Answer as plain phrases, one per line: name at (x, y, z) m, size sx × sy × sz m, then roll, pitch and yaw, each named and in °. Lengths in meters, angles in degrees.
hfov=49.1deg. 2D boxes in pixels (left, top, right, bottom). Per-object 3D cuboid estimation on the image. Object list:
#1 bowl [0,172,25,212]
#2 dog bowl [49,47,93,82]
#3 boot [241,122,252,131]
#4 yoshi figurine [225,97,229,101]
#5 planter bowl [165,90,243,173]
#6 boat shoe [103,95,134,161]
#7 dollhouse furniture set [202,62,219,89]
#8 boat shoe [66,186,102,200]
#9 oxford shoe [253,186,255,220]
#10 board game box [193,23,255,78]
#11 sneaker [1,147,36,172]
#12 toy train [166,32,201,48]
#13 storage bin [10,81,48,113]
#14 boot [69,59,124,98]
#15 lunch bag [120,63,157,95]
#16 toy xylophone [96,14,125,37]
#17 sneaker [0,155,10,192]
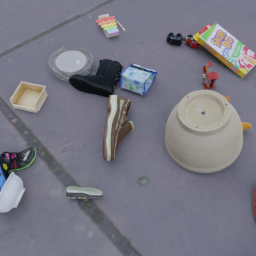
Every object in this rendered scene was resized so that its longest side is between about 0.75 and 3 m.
bowl at (-3.663, 2.107, 8.836) m, size 0.597 × 1.329 × 1.329 m, roll 25°, pitch 56°, yaw -13°
dog bowl at (-2.516, -2.849, 12.524) m, size 1.911 × 0.560 × 1.911 m, roll 0°, pitch 56°, yaw 0°
boot at (3.901, 0.386, 10.388) m, size 1.556 × 0.547 × 1.114 m, roll -4°, pitch 61°, yaw 2°
yoshi figurine at (3.532, -0.979, 11.259) m, size 1.045 × 0.585 × 0.587 m, roll -5°, pitch 62°, yaw 0°
planter bowl at (2.555, -0.102, 9.564) m, size 2.760 × 1.858 × 2.760 m, roll -7°, pitch 56°, yaw 10°
boat shoe at (-0.301, -0.090, 10.363) m, size 1.067 × 1.065 × 2.883 m, roll 6°, pitch 55°, yaw -3°
dollhouse furniture set at (3.461, -2.355, 12.115) m, size 0.513 × 0.679 × 1.263 m, roll -5°, pitch 56°, yaw -4°
boat shoe at (-1.441, 2.181, 9.219) m, size 1.173 × 0.353 × 0.418 m, roll 8°, pitch 12°, yaw -3°
oxford shoe at (4.609, 2.855, 8.563) m, size 0.996 × 0.955 × 2.697 m, roll 13°, pitch 56°, yaw -18°
board game box at (4.506, -3.664, 12.830) m, size 2.951 × 0.442 × 1.410 m, roll 43°, pitch 65°, yaw 13°
sneaker at (-3.995, 1.117, 9.720) m, size 1.667 × 0.698 × 0.640 m, roll -26°, pitch 59°, yaw -17°
toy train at (3.207, -4.145, 13.470) m, size 2.726 × 0.465 × 0.624 m, roll 8°, pitch 58°, yaw 6°
storage bin at (-4.044, -1.257, 11.464) m, size 1.092 × 0.512 × 1.084 m, roll 12°, pitch 56°, yaw 8°
boot at (-1.275, -2.282, 12.012) m, size 2.082 × 0.770 × 1.706 m, roll 16°, pitch 59°, yaw 2°
lunch bag at (0.477, -2.197, 11.941) m, size 1.185 × 0.888 × 1.394 m, roll 22°, pitch 46°, yaw 15°
toy xylophone at (-0.851, -5.189, 14.221) m, size 1.168 × 0.401 × 1.595 m, roll -26°, pitch 60°, yaw -17°
sneaker at (-4.153, 1.600, 9.097) m, size 0.571 × 0.480 × 1.456 m, roll -20°, pitch 89°, yaw 5°
